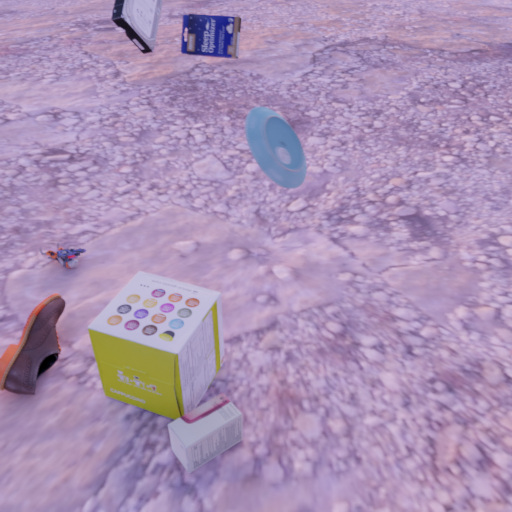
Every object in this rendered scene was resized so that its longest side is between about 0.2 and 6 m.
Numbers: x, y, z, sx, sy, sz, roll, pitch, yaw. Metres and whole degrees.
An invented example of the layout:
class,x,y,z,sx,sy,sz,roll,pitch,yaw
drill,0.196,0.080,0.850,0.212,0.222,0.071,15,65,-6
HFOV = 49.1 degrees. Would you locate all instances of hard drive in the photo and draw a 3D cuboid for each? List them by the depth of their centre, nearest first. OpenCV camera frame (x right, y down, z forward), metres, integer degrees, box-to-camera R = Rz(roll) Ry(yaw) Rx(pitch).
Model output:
class,x,y,z,sx,sy,sz,roll,pitch,yaw
hard drive,-2.208,-4.768,10.610,0.282,1.042,1.492,-3,70,24

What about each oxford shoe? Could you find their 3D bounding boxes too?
class,x,y,z,sx,sy,sz,roll,pitch,yaw
oxford shoe,-3.250,1.341,8.508,0.685,0.672,1.887,20,41,-5

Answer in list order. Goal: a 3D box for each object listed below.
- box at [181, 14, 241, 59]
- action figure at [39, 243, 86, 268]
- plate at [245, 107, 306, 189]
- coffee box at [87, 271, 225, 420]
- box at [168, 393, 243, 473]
class,x,y,z,sx,sy,sz,roll,pitch,yaw
box,-0.825,-3.814,9.719,1.115,0.676,0.181,11,18,18
action figure,-3.608,0.015,10.608,0.727,0.393,0.751,29,18,25
plate,0.361,-1.642,8.337,0.171,1.339,1.339,-24,19,38
coffee box,-1.329,1.254,7.863,1.351,1.354,1.339,13,37,17
box,-0.636,2.254,7.163,0.849,0.543,0.463,-23,41,-29
